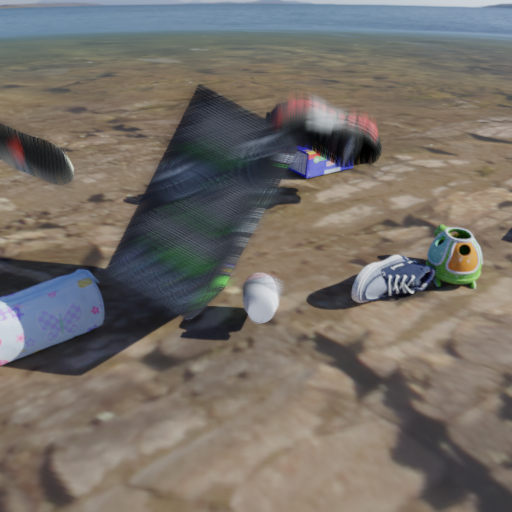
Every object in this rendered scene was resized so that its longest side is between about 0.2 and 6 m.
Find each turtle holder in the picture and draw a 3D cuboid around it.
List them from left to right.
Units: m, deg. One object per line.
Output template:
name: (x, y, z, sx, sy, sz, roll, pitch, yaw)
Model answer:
turtle holder: (3.518, -0.052, 9.874, 0.940, 0.878, 1.237, 12, 31, 23)

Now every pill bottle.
pill bottle: (0.059, 0.646, 8.504, 0.527, 0.527, 0.881, 0, 18, -1)

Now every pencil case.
pencil case: (-3.297, 0.892, 7.981, 2.178, 0.988, 0.905, -18, 23, -32)

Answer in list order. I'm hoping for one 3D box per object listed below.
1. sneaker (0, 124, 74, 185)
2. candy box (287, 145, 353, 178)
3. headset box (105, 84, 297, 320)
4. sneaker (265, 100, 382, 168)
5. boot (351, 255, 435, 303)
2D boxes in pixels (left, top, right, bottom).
sneaker: (-4.168, -1.838, 10.501, 1.845, 0.650, 0.863, 25, -8, 3)
candy box: (1.458, -2.825, 15.242, 1.612, 0.734, 1.906, -16, 33, -30)
headset box: (-0.689, -0.668, 8.165, 1.344, 2.898, 2.523, 29, 7, 2)
sneaker: (1.588, -2.638, 12.302, 2.801, 0.990, 1.368, 10, 34, -21)
boot: (2.303, 0.408, 9.301, 0.730, 0.588, 1.616, 18, 32, 40)
